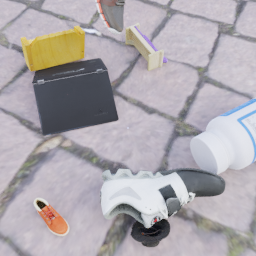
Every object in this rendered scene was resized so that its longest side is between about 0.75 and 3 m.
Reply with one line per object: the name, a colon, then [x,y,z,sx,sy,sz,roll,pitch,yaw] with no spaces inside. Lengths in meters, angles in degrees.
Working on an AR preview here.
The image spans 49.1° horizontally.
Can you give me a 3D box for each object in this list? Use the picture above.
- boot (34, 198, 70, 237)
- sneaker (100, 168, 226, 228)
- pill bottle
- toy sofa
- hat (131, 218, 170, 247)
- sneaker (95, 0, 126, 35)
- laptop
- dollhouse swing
boot: [-1.815,2.075,6.552,1.088,0.583,0.408,37,62,20]
sneaker: [0.798,1.695,6.514,2.944,1.091,1.303,-4,50,8]
pill bottle: [2.981,0.188,7.306,2.603,1.461,1.461,-24,59,-15]
toy sofa: [0.665,-2.897,9.834,0.860,0.730,1.762,-24,59,-14]
hat: [0.530,2.423,6.328,0.981,0.396,0.981,-8,12,2]
sneaker: [-0.297,-3.637,7.078,0.990,2.417,0.931,-3,23,19]
laptop: [-1.720,-1.135,9.009,2.290,1.417,2.446,-12,28,-8]
dollhouse swing: [-2.640,-3.021,9.400,1.898,1.725,1.669,-20,67,-19]
